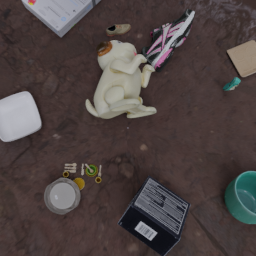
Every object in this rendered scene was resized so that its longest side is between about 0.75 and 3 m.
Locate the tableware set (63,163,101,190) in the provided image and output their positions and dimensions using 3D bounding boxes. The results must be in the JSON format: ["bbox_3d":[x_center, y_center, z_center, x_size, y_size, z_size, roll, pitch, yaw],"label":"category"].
[{"bbox_3d":[-1.690,1.787,10.245,1.455,0.223,0.980,3,78,0],"label":"tableware set"}]

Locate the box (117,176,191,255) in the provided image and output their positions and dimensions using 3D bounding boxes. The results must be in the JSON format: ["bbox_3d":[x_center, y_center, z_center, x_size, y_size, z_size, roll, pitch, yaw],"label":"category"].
[{"bbox_3d":[0.904,2.804,9.138,1.767,1.752,1.089,34,122,8],"label":"box"}]

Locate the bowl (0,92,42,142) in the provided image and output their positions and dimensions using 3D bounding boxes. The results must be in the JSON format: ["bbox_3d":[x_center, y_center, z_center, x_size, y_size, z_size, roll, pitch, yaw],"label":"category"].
[{"bbox_3d":[-4.122,-0.386,10.532,1.648,0.616,1.651,-23,79,-5],"label":"bowl"}]

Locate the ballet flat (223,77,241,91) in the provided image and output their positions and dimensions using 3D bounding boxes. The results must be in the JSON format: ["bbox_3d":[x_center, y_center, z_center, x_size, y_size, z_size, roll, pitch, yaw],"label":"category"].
[{"bbox_3d":[3.926,-1.599,10.545,0.318,0.903,0.304,27,70,-2],"label":"ballet flat"}]

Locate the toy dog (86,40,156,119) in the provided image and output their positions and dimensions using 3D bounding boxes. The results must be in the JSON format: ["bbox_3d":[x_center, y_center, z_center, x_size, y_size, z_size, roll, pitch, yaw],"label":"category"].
[{"bbox_3d":[-0.301,-1.843,10.392,2.752,1.980,2.838,-12,76,36],"label":"toy dog"}]

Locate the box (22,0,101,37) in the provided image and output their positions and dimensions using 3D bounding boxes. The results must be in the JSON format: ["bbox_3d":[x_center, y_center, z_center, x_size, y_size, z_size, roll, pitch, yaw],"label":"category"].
[{"bbox_3d":[-2.617,-5.456,11.691,2.167,0.572,2.780,41,80,9],"label":"box"}]

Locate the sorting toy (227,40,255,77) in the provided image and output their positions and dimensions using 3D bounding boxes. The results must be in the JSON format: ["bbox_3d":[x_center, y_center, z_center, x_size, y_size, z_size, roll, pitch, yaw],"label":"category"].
[{"bbox_3d":[4.812,-2.780,11.283,1.258,0.248,1.359,-23,74,-5],"label":"sorting toy"}]

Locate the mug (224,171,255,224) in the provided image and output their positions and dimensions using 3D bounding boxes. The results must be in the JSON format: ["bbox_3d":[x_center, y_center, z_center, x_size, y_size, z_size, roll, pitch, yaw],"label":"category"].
[{"bbox_3d":[4.267,2.391,9.522,1.922,1.189,1.579,-6,57,-15],"label":"mug"}]

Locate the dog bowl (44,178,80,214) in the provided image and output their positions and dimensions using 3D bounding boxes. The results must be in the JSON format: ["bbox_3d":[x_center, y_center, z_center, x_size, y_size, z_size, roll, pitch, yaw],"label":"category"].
[{"bbox_3d":[-2.298,2.396,9.967,1.269,0.372,1.269,0,84,1],"label":"dog bowl"}]

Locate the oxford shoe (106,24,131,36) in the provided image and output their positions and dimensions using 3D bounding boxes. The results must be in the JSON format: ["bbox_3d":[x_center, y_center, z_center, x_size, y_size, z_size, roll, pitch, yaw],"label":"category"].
[{"bbox_3d":[-0.381,-4.056,11.465,1.054,0.394,0.371,-20,78,-4],"label":"oxford shoe"}]

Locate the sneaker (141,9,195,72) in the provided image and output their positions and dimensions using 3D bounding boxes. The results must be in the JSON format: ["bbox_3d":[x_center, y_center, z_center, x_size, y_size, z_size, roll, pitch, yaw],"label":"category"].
[{"bbox_3d":[1.537,-3.676,11.025,1.221,1.136,2.828,35,79,9],"label":"sneaker"}]
